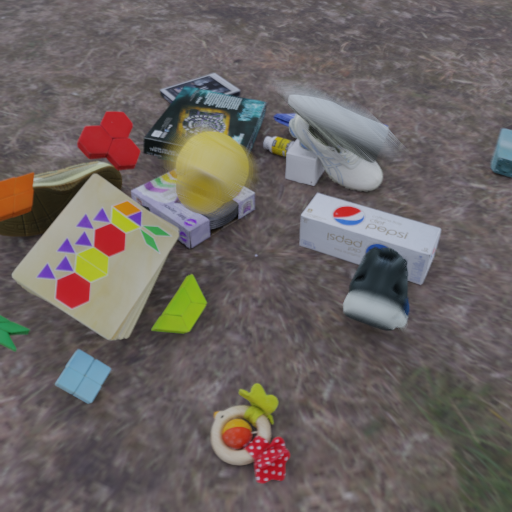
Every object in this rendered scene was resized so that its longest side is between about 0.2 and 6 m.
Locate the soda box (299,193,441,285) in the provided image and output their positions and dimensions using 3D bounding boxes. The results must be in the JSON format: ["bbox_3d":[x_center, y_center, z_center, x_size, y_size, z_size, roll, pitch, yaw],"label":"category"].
[{"bbox_3d":[2.100,-0.354,10.593,2.478,0.789,0.844,19,46,20],"label":"soda box"}]

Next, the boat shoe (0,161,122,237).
[{"bbox_3d":[-4.178,-1.255,11.450,2.858,1.042,0.899,-31,41,-30],"label":"boat shoe"}]

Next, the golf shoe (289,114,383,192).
[{"bbox_3d":[1.752,-2.163,11.707,2.401,0.940,1.167,35,0,-11],"label":"golf shoe"}]

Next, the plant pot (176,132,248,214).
[{"bbox_3d":[-0.793,-1.265,9.093,1.191,1.191,1.120,7,34,7],"label":"plant pot"}]

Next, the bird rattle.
[{"bbox_3d":[-0.093,2.526,7.813,1.062,0.734,1.302,-11,56,5],"label":"bird rattle"}]

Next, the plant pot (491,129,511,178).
[{"bbox_3d":[5.749,-2.232,12.656,0.803,0.801,0.818,22,57,22],"label":"plant pot"}]

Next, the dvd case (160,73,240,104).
[{"bbox_3d":[-1.548,-4.484,15.423,1.792,0.222,1.347,-26,49,-25],"label":"dvd case"}]

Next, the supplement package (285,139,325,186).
[{"bbox_3d":[1.212,-2.250,12.679,0.720,0.711,1.187,17,46,17],"label":"supplement package"}]

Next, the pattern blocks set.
[{"bbox_3d":[-2.451,-0.038,9.064,3.723,0.343,4.236,44,59,-9],"label":"pattern blocks set"}]

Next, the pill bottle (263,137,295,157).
[{"bbox_3d":[0.553,-2.596,13.280,0.721,0.401,0.401,19,46,21],"label":"pill bottle"}]

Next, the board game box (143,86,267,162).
[{"bbox_3d":[-1.077,-3.073,13.276,2.244,0.467,3.318,12,37,3],"label":"board game box"}]

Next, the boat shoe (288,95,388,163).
[{"bbox_3d":[1.234,-2.145,9.312,0.713,0.642,2.016,-12,38,-41],"label":"boat shoe"}]

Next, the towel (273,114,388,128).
[{"bbox_3d":[1.768,-3.158,13.471,2.332,0.278,1.689,-5,25,-24],"label":"towel"}]

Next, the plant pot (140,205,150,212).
[{"bbox_3d":[-2.446,-0.277,10.263,1.136,1.278,1.281,-7,43,-20],"label":"plant pot"}]

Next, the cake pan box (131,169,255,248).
[{"bbox_3d":[-1.276,-1.126,11.613,1.828,0.519,1.985,-34,53,-30],"label":"cake pan box"}]

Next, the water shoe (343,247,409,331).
[{"bbox_3d":[1.954,0.454,8.431,0.993,1.096,2.777,20,3,11],"label":"water shoe"}]
